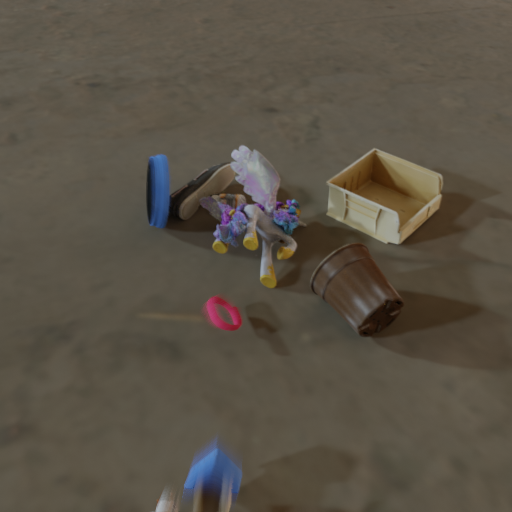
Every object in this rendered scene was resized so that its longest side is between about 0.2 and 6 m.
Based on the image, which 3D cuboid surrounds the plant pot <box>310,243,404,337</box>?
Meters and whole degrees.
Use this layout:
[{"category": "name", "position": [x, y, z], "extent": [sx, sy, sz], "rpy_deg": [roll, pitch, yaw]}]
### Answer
[{"category": "plant pot", "position": [1.824, 0.661, 9.843], "extent": [1.279, 1.279, 1.266], "rpy_deg": [-21, 53, -22]}]

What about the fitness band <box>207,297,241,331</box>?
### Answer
[{"category": "fitness band", "position": [-0.562, 1.012, 9.756], "extent": [0.580, 0.151, 0.808], "rpy_deg": [18, 27, -30]}]

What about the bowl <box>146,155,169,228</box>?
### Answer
[{"category": "bowl", "position": [-2.096, -1.358, 11.814], "extent": [0.305, 1.554, 1.554], "rpy_deg": [0, 39, -18]}]

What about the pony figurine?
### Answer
[{"category": "pony figurine", "position": [-0.035, -0.749, 11.262], "extent": [2.224, 1.919, 2.304], "rpy_deg": [35, 39, -9]}]

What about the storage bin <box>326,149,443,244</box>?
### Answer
[{"category": "storage bin", "position": [2.825, -1.318, 12.303], "extent": [1.878, 0.886, 1.892], "rpy_deg": [29, 48, 30]}]

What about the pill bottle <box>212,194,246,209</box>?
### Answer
[{"category": "pill bottle", "position": [-0.629, -1.164, 12.454], "extent": [0.728, 0.424, 0.424], "rpy_deg": [6, 40, 20]}]

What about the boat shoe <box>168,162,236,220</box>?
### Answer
[{"category": "boat shoe", "position": [-1.264, -1.610, 12.789], "extent": [0.601, 0.705, 2.110], "rpy_deg": [27, 51, 22]}]

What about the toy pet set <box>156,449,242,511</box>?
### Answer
[{"category": "toy pet set", "position": [-0.480, 2.973, 6.806], "extent": [1.367, 0.726, 1.276], "rpy_deg": [3, 7, 5]}]
